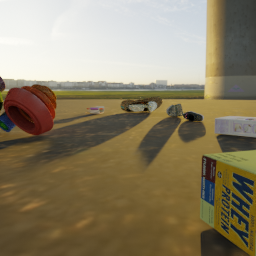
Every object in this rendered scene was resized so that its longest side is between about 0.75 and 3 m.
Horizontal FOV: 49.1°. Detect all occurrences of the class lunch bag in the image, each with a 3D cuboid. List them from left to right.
[{"bbox_3d":[2.121,-0.784,12.877,0.705,0.586,0.841,-15,5,6],"label":"lunch bag"}]

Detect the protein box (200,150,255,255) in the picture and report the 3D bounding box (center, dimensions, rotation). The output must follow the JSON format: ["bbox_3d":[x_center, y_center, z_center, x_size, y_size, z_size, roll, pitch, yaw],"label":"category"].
[{"bbox_3d":[1.151,0.533,2.127,0.854,0.576,0.848,-2,8,-19],"label":"protein box"}]

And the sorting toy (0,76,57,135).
[{"bbox_3d":[-3.018,-0.835,7.413,2.882,1.732,1.183,27,52,9],"label":"sorting toy"}]

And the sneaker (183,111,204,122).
[{"bbox_3d":[2.411,-0.464,10.949,0.509,0.363,1.027,1,9,-34],"label":"sneaker"}]

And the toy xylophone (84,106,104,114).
[{"bbox_3d":[-1.771,-0.956,14.947,1.037,0.356,1.417,-1,7,-1],"label":"toy xylophone"}]

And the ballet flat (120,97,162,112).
[{"bbox_3d":[0.855,-1.239,15.898,2.545,0.863,0.921,-2,28,-14],"label":"ballet flat"}]

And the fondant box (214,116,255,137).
[{"bbox_3d":[3.186,-0.043,7.328,1.505,0.438,1.086,5,8,39],"label":"fondant box"}]
